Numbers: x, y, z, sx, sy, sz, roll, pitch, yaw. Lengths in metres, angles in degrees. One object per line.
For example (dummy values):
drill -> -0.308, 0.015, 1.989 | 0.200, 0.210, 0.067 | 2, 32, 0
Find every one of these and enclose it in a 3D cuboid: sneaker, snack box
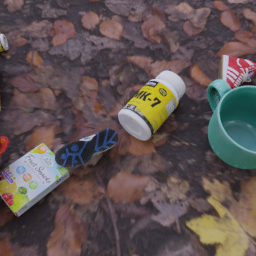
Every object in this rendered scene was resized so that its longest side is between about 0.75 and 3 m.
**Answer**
sneaker -> -1.140, 0.612, 7.879 | 1.843, 0.710, 0.698 | -20, 84, -11
snack box -> -2.642, 1.358, 7.623 | 1.705, 0.452, 1.212 | -37, 69, -28
sneaker -> 3.561, -1.524, 9.120 | 1.167, 0.739, 2.074 | 9, 60, 9

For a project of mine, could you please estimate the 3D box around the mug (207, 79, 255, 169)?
mug -> 3.302, -0.085, 7.897 | 2.043, 1.537, 2.486 | 2, 61, 2

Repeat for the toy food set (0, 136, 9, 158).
toy food set -> -3.942, 1.234, 7.013 | 2.490, 0.606, 2.465 | -5, 53, 49

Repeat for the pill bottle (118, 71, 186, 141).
pill bottle -> 0.765, -0.716, 8.446 | 1.173, 1.173, 2.053 | 35, 67, 17

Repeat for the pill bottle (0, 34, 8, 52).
pill bottle -> -4.878, -2.979, 9.990 | 1.023, 0.575, 0.575 | -11, 63, -6
